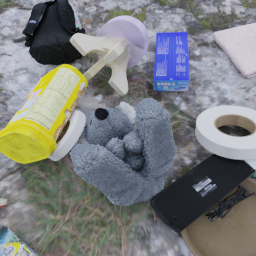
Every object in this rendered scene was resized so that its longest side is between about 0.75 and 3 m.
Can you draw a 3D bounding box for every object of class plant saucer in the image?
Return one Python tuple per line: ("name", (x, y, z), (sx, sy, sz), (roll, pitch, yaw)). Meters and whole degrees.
("plant saucer", (2.590, 2.356, 7.104), (2.693, 0.397, 2.693), (0, 56, 0))

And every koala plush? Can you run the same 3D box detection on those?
("koala plush", (-0.313, 0.403, 7.623), (2.504, 2.595, 2.824), (-36, 41, -10))

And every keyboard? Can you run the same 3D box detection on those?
("keyboard", (2.079, 1.746, 7.334), (2.859, 0.566, 1.488), (-31, 54, -18))

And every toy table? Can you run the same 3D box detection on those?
("toy table", (-0.573, -2.365, 9.185), (2.385, 2.595, 1.520), (41, 60, -5))

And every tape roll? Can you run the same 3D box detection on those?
("tape roll", (-1.804, 0.195, 8.014), (0.291, 1.594, 1.594), (38, 53, -26))
("tape roll", (3.133, 0.060, 8.226), (2.260, 0.413, 2.260), (-3, 34, 2))

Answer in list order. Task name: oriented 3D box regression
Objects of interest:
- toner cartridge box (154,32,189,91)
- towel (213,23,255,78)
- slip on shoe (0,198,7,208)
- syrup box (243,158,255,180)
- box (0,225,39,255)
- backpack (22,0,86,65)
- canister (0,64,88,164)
("toner cartridge box", (1.585, -2.463, 10.198), (1.206, 0.548, 2.539), (1, 56, 9))
("towel", (4.881, -3.097, 10.872), (2.349, 0.396, 2.459), (-16, 57, -12))
("slip on shoe", (-3.902, 2.234, 7.164), (1.605, 0.595, 0.491), (-21, 97, -24))
("syrup box", (3.533, 1.041, 7.914), (0.555, 0.537, 1.363), (-26, 60, -18))
("box", (-3.098, 3.398, 6.398), (1.286, 0.355, 1.883), (32, 61, 20))
("backpack", (-2.676, -3.585, 10.454), (2.127, 1.613, 2.549), (-6, 58, -8))
("canister", (-2.457, -0.453, 8.188), (2.001, 1.166, 2.695), (-16, 41, 42))
